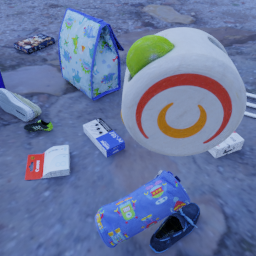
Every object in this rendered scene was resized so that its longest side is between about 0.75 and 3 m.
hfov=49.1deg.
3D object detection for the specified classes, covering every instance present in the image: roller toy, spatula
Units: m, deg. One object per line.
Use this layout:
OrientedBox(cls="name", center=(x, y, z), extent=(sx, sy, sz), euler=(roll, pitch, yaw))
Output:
OrientedBox(cls="roller toy", center=(0.721, -0.497, 3.973), extent=(1.584, 1.736, 1.213), euler=(6, 39, -2))
OrientedBox(cls="spatula", center=(4.411, -0.723, 9.540), extent=(2.293, 0.184, 1.595), euler=(19, 48, 24))

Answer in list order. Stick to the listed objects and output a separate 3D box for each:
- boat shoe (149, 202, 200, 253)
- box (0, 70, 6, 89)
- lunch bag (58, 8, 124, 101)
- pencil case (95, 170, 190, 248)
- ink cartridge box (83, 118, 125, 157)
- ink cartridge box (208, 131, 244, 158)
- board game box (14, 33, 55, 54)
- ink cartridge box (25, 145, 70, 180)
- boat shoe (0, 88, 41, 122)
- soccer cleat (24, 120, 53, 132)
OrientedBox(cls="boat shoe", center=(1.084, 2.069, 5.957), extent=(0.618, 0.505, 1.470), euler=(30, 48, 30))
OrientedBox(cls="box", center=(-6.117, -1.667, 9.639), extent=(2.717, 1.425, 2.498), euler=(-33, 50, -32))
OrientedBox(cls="lunch bag", center=(-1.374, -2.705, 9.964), extent=(1.658, 2.602, 2.212), euler=(-31, 48, -31))
OrientedBox(cls="pencil case", center=(0.267, 1.563, 5.574), extent=(1.933, 0.754, 0.840), euler=(-31, 68, -1))
OrientedBox(cls="ink cartridge box", center=(-0.725, 0.250, 8.263), extent=(0.638, 0.300, 1.358), euler=(-25, 46, -25))
OrientedBox(cls="ink cartridge box", center=(2.697, 0.400, 8.015), extent=(0.932, 0.386, 0.684), euler=(-16, 43, -18))
OrientedBox(cls="board game box", center=(-4.442, -4.035, 13.331), extent=(1.071, 0.274, 1.581), euler=(26, 46, 28))
OrientedBox(cls="ink cartridge box", center=(-2.148, 0.903, 7.514), extent=(1.160, 0.274, 0.928), euler=(-5, 41, -8))
OrientedBox(cls="boat shoe", center=(-3.672, -0.776, 9.328), extent=(1.867, 0.672, 0.579), euler=(33, 32, 23))
OrientedBox(cls="soccer cleat", center=(-2.766, -0.090, 8.614), extent=(0.894, 0.362, 0.302), euler=(0, 40, 0))
